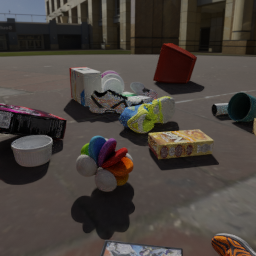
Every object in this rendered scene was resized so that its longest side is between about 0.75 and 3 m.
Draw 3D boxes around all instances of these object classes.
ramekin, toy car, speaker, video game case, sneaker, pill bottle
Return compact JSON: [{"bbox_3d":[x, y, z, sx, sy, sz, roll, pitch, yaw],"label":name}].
[{"bbox_3d":[-2.507,0.608,7.388,1.023,0.537,1.023,0,18,0],"label":"ramekin"},{"bbox_3d":[-0.435,0.654,6.078,1.243,0.932,1.088,36,41,9],"label":"toy car"},{"bbox_3d":[4.125,-0.798,11.695,1.203,0.489,0.489,-4,19,-13],"label":"speaker"},{"bbox_3d":[0.129,2.032,3.684,1.196,0.169,1.324,2,19,9],"label":"video game case"},{"bbox_3d":[0.688,-1.839,14.120,1.502,0.567,0.855,22,-5,-20],"label":"sneaker"},{"bbox_3d":[-0.881,-2.276,14.828,1.310,1.310,2.334,-2,17,-7],"label":"pill bottle"},{"bbox_3d":[0.675,-0.629,10.381,1.388,1.001,2.642,13,23,34],"label":"sneaker"},{"bbox_3d":[-0.495,-1.142,11.889,2.343,0.937,0.864,-1,25,-1],"label":"sneaker"},{"bbox_3d":[1.486,1.868,3.800,0.597,0.413,1.065,-12,22,-36],"label":"sneaker"}]

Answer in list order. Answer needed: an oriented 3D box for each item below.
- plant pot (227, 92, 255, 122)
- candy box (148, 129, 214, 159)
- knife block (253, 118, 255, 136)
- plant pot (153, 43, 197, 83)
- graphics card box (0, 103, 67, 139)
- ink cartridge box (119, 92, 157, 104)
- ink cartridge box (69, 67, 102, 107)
[{"bbox_3d":[4.610,-0.734,10.753,1.046,1.113,1.113,9,13,-27],"label":"plant pot"},{"bbox_3d":[1.482,0.439,8.015,1.623,0.449,0.937,-4,20,-13],"label":"candy box"},{"bbox_3d":[4.284,0.191,8.689,1.345,0.490,1.533,-11,22,-33],"label":"knife block"},{"bbox_3d":[3.446,-4.390,19.758,2.245,2.546,2.548,20,24,14],"label":"plant pot"},{"bbox_3d":[-3.529,-0.281,8.455,2.850,0.725,1.788,8,8,-45],"label":"graphics card box"},{"bbox_3d":[0.707,-1.448,13.653,2.163,0.542,1.741,-17,25,-38],"label":"ink cartridge box"},{"bbox_3d":[-2.219,-2.141,13.962,0.921,1.590,2.738,-9,21,-26],"label":"ink cartridge box"}]
